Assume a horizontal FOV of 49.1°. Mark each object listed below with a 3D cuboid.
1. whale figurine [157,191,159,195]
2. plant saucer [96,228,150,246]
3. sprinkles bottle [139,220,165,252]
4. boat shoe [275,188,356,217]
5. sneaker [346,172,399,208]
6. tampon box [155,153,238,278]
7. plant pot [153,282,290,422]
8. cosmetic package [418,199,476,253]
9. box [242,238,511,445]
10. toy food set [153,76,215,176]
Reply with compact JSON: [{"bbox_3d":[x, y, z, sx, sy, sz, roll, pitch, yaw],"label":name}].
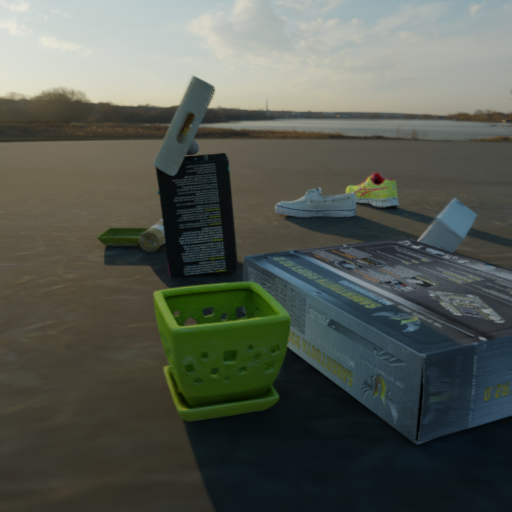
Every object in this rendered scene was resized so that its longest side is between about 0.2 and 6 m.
[{"bbox_3d":[-2.474,-1.945,16.430,0.852,0.442,0.678,0,15,1],"label":"whale figurine"},{"bbox_3d":[-2.537,-0.356,10.840,0.871,0.209,0.872,0,14,1],"label":"plant saucer"},{"bbox_3d":[-1.848,-0.405,10.630,0.407,0.407,1.192,2,15,6],"label":"sprinkles bottle"},{"bbox_3d":[1.441,-1.320,13.565,1.960,0.684,0.695,1,15,4],"label":"boat shoe"},{"bbox_3d":[3.153,-1.834,15.160,0.762,0.880,1.950,-10,16,-29],"label":"sneaker"},{"bbox_3d":[-0.936,-0.692,8.999,1.104,1.749,1.311,-5,15,-5],"label":"tampon box"},{"bbox_3d":[-0.327,0.832,4.913,1.009,0.920,1.014,-4,15,-17],"label":"plant pot"},{"bbox_3d":[3.086,-0.325,9.260,0.534,0.871,2.110,42,28,11],"label":"cosmetic package"},{"bbox_3d":[1.656,0.599,6.039,2.557,0.780,3.228,-7,16,-26],"label":"box"},{"bbox_3d":[-0.988,-1.974,8.519,0.573,1.361,1.897,25,13,-13],"label":"toy food set"}]
